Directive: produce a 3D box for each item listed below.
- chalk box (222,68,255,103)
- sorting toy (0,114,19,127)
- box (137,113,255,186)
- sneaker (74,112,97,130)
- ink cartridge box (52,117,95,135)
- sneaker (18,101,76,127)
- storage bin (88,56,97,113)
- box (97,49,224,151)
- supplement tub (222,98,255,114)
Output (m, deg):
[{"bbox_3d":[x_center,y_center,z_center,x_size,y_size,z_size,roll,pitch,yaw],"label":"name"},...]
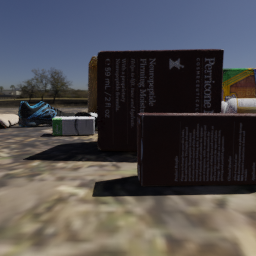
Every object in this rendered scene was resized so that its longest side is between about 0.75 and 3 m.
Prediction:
[{"bbox_3d":[3.696,-0.763,7.871,2.735,1.702,1.693,-1,5,2],"label":"chalk box"},{"bbox_3d":[-5.339,-0.255,9.461,2.858,0.521,2.646,4,4,-12],"label":"sorting toy"},{"bbox_3d":[0.786,0.194,2.848,1.377,0.690,0.516,1,5,-5],"label":"box"},{"bbox_3d":[-0.894,-0.184,8.339,1.400,0.519,0.619,11,7,12],"label":"sneaker"},{"bbox_3d":[-1.356,-0.059,7.095,1.020,0.429,0.744,-1,5,-7],"label":"ink cartridge box"},{"bbox_3d":[-2.686,-0.495,9.642,2.093,0.857,0.766,-3,5,-37],"label":"sneaker"},{"bbox_3d":[-1.301,-1.957,14.409,1.388,2.963,2.941,1,5,-11],"label":"storage bin"},{"bbox_3d":[0.557,-0.484,5.094,1.967,1.632,1.615,1,5,8],"label":"box"},{"bbox_3d":[2.495,-0.175,5.824,1.225,0.884,0.884,1,5,16],"label":"supplement tub"}]
